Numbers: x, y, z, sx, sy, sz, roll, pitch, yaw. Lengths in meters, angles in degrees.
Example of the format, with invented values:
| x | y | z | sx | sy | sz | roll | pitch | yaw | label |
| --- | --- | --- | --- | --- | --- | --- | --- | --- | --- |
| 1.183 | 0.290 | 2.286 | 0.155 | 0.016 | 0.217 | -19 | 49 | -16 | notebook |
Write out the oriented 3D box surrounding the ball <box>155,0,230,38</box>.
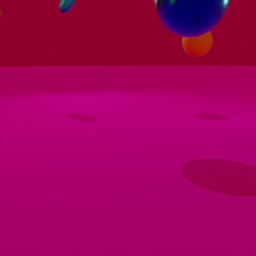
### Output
| x | y | z | sx | sy | sz | roll | pitch | yaw | label |
| --- | --- | --- | --- | --- | --- | --- | --- | --- | --- |
| 1.201 | -2.432 | 5.300 | 1.375 | 1.375 | 1.375 | 0 | 14 | 0 | ball |

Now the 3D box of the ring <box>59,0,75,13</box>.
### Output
| x | y | z | sx | sy | sz | roll | pitch | yaw | label |
| --- | --- | --- | --- | --- | --- | --- | --- | --- | --- |
| -2.086 | -4.865 | 10.132 | 0.292 | 1.461 | 1.461 | 20 | 2 | -29 | ring |

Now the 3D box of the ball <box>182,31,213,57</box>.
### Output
| x | y | z | sx | sy | sz | roll | pitch | yaw | label |
| --- | --- | --- | --- | --- | --- | --- | --- | --- | --- |
| 2.432 | -3.038 | 9.845 | 1.041 | 1.041 | 1.041 | 0 | 14 | 0 | ball |

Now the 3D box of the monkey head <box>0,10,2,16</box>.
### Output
| x | y | z | sx | sy | sz | roll | pitch | yaw | label |
| --- | --- | --- | --- | --- | --- | --- | --- | --- | --- |
| -3.945 | -2.824 | 7.067 | 0.995 | 1.187 | 1.651 | -30 | -2 | 19 | monkey head |
